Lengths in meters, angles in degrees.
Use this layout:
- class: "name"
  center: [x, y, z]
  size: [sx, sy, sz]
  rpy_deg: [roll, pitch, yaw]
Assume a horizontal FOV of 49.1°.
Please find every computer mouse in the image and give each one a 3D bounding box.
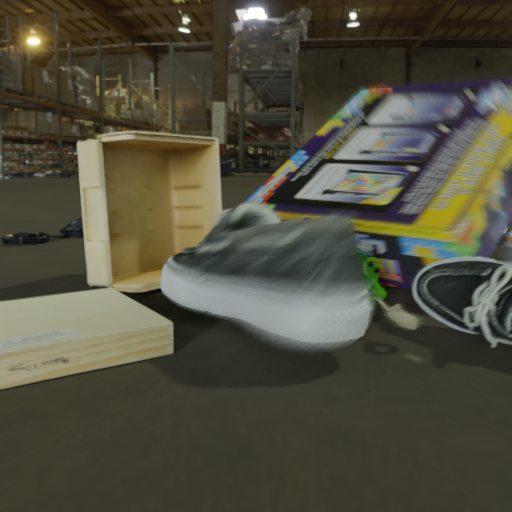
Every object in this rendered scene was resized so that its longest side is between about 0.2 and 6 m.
- class: "computer mouse"
  center: [-4.192, -0.575, 11.925]
  size: [0.759, 0.441, 2.590]
  rpy_deg: [7, 13, 31]

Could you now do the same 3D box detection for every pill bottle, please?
- class: "pill bottle"
  center: [3.357, 0.062, 7.139]
  size: [0.442, 0.760, 0.442]
  rpy_deg: [5, 32, -3]

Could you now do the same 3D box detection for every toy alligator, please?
- class: "toy alligator"
  center: [1.003, 0.183, 5.918]
  size: [0.644, 0.589, 2.172]
  rpy_deg: [40, -10, -32]

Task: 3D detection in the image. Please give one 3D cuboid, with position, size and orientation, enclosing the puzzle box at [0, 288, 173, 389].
- class: "puzzle box"
  center: [-2.175, 0.721, 4.893]
  size: [2.459, 0.313, 1.636]
  rpy_deg: [-7, 12, -32]

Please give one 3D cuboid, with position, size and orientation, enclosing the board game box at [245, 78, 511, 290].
- class: "board game box"
  center: [2.147, -1.222, 8.219]
  size: [3.204, 1.099, 3.876]
  rpy_deg: [11, 45, 40]

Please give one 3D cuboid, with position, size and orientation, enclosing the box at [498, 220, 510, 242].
- class: "box"
  center: [3.755, -0.704, 12.252]
  size: [2.461, 0.605, 2.548]
  rpy_deg: [1, 9, -4]

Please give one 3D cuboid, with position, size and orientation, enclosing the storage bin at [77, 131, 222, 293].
- class: "storage bin"
  center: [-1.371, -0.627, 7.626]
  size: [0.915, 1.953, 1.939]
  rpy_deg: [2, 8, 31]

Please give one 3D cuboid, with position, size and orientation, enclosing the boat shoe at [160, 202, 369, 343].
- class: "boat shoe"
  center: [0.002, 0.033, 5.779]
  size: [1.178, 1.159, 3.267]
  rpy_deg: [2, 2, -34]

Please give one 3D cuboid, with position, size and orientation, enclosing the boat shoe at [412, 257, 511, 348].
- class: "boat shoe"
  center: [2.257, 0.464, 4.983]
  size: [0.729, 0.788, 2.133]
  rpy_deg: [13, 8, -44]
